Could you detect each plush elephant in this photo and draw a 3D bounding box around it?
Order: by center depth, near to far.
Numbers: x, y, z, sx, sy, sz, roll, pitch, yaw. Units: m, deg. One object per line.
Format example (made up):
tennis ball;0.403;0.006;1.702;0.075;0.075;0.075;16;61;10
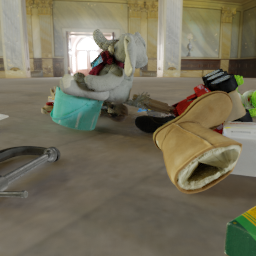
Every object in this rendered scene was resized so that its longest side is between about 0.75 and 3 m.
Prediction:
plush elephant;-0.381;-1.773;7.727;2.620;2.029;2.158;15;14;4

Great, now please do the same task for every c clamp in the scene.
c clamp;-2.003;0.715;4.905;1.971;0.312;2.307;-2;13;14

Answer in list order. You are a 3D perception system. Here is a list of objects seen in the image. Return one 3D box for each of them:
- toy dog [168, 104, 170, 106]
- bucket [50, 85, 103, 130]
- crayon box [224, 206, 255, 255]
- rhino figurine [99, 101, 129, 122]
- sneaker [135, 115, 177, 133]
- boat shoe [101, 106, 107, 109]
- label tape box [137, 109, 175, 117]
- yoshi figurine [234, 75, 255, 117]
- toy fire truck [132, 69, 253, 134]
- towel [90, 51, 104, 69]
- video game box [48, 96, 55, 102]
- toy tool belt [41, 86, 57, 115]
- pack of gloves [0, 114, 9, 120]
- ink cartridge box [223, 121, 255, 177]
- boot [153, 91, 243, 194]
toy dog;1.147;-0.579;10.523;0.951;0.458;0.627;-20;22;-17
bucket;-1.525;-0.607;8.381;1.549;1.008;1.549;15;10;-3
crayon box;1.808;1.166;2.517;0.965;0.386;1.519;-10;16;-38
rhino figurine;-0.519;-0.682;10.074;0.989;0.676;2.262;13;9;-9
sneaker;1.058;-0.104;8.075;1.593;0.478;0.831;11;16;20
boat shoe;-1.262;-1.058;12.269;2.366;0.861;0.731;-1;-33;28
label tape box;1.088;-0.424;9.445;1.462;0.483;1.047;0;12;8
yoshi figurine;4.372;-1.124;10.720;2.734;1.537;1.531;1;28;-8
toy fire truck;1.593;-0.605;7.740;2.695;1.734;2.372;-25;12;15
towel;-1.071;-2.637;12.293;0.194;1.309;1.785;30;-22;18
video game box;-3.090;-1.344;13.789;1.631;0.382;1.486;-3;10;-15
toy tool belt;-2.377;-1.170;10.878;2.089;1.284;1.304;5;14;22
pack of gloves;-5.027;-0.063;8.430;1.781;0.418;2.120;11;20;12
ink cartridge box;2.446;0.360;5.392;1.185;0.681;1.632;4;13;17
boot;1.492;0.128;5.190;2.047;0.773;2.338;-37;11;3
